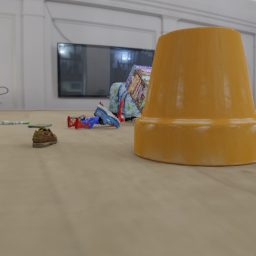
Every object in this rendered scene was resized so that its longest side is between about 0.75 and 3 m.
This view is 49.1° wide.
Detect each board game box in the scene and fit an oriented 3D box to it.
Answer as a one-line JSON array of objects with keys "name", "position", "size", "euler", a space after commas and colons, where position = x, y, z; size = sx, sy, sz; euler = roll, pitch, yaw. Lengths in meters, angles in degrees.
[{"name": "board game box", "position": [1.382, -1.523, 12.708], "size": [2.073, 1.259, 2.600], "euler": [-2, 46, -30]}]

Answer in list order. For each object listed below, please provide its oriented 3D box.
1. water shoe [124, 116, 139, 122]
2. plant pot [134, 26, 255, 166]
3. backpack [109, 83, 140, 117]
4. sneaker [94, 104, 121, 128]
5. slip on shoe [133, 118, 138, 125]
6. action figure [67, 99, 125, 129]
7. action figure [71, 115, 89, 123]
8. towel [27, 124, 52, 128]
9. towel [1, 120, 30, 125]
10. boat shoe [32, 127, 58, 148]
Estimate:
[{"name": "water shoe", "position": [0.229, -0.448, 13.896], "size": [0.903, 0.323, 0.356], "euler": [4, 4, 33]}, {"name": "plant pot", "position": [1.223, -0.568, 4.931], "size": [2.225, 2.037, 2.225], "euler": [0, 5, 0]}, {"name": "backpack", "position": [-0.128, -1.929, 19.247], "size": [1.735, 2.361, 2.161], "euler": [4, 6, 43]}, {"name": "sneaker", "position": [-0.762, -0.324, 9.912], "size": [1.276, 0.569, 0.501], "euler": [40, 0, -41]}, {"name": "slip on shoe", "position": [0.592, -0.236, 11.120], "size": [0.908, 0.336, 0.278], "euler": [3, 13, 30]}, {"name": "action figure", "position": [-1.033, -0.606, 10.728], "size": [2.517, 1.246, 0.821], "euler": [-1, 10, -45]}, {"name": "action figure", "position": [-1.942, -0.324, 11.058], "size": [0.847, 0.458, 0.875], "euler": [-13, 0, 9]}, {"name": "towel", "position": [-3.421, -0.078, 10.898], "size": [0.631, 0.093, 0.860], "euler": [1, 6, 8]}, {"name": "towel", "position": [-5.022, -0.263, 12.585], "size": [1.121, 0.172, 0.836], "euler": [-1, 6, -14]}, {"name": "boat shoe", "position": [-1.788, 0.170, 6.151], "size": [0.394, 0.372, 1.094], "euler": [0, 5, -3]}]
